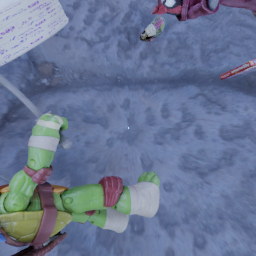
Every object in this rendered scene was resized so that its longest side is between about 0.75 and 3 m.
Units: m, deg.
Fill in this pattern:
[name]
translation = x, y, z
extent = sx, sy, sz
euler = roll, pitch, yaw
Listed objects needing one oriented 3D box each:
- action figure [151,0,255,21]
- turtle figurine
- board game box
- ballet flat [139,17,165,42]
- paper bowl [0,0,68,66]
[action figure]
translation = 1.709, -3.012, 6.130
extent = 2.600, 1.936, 1.742
euler = -25, 61, 6
[turtle figurine]
translation = -1.076, 0.633, 4.294
extent = 2.739, 2.033, 2.825
euler = 16, 17, -28
[board game box]
translation = 1.948, -0.992, 4.550
extent = 0.993, 0.511, 0.097
euler = -22, 87, -42
[ballet flat]
translation = 0.497, -2.125, 6.200
extent = 0.349, 0.982, 0.339
euler = -27, 95, -16
[paper bowl]
translation = -2.101, -1.750, 4.608
extent = 2.030, 1.056, 2.030
euler = -22, 28, 12
